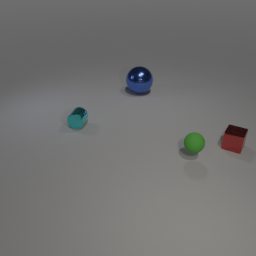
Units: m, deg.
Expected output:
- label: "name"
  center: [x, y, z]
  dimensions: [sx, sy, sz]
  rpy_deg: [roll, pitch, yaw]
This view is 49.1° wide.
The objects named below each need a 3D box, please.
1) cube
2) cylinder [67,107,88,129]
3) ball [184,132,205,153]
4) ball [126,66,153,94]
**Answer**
- label: "cube"
  center: [3.889, 0.394, 10.219]
  dimensions: [0.700, 0.700, 0.700]
  rpy_deg: [17, 37, 27]
- label: "cylinder"
  center: [-2.088, -0.413, 11.625]
  dimensions: [0.700, 0.700, 0.700]
  rpy_deg: [5, 31, 9]
- label: "ball"
  center: [2.219, 0.490, 9.365]
  dimensions: [0.700, 0.700, 0.700]
  rpy_deg: [0, 30, 0]
- label: "ball"
  center: [0.591, -2.469, 14.453]
  dimensions: [1.400, 1.400, 1.400]
  rpy_deg: [0, 30, 0]
